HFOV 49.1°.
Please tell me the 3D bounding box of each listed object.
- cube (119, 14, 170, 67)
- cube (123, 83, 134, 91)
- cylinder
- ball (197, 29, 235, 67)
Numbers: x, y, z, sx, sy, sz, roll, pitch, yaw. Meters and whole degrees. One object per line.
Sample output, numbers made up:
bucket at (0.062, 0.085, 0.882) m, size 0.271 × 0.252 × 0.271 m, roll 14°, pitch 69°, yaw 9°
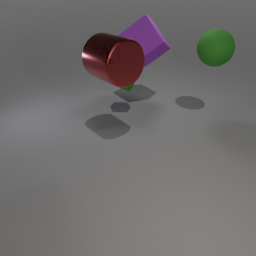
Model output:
cube at (0.731, -3.631, 11.822) m, size 1.400 × 1.400 × 1.400 m, roll -33°, pitch -7°, yaw 18°
cube at (-0.145, -2.004, 11.485) m, size 0.700 × 0.700 × 0.700 m, roll 19°, pitch 14°, yaw -23°
cylinder at (-0.456, -2.075, 8.488) m, size 1.400 × 1.400 × 1.400 m, roll -21°, pitch 34°, yaw -32°
ball at (3.354, -3.060, 10.708) m, size 1.400 × 1.400 × 1.400 m, roll 0°, pitch 30°, yaw 0°
